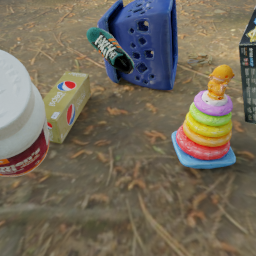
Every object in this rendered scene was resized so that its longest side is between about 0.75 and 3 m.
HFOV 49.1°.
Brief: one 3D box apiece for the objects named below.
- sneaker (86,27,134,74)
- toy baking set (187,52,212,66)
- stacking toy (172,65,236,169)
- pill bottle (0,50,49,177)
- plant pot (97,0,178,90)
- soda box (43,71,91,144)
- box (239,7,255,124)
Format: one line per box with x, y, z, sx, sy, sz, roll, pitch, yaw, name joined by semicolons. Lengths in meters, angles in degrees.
-0.460;-2.154;7.794;1.684;0.601;0.673;39;15;-15;sneaker
3.117;-2.952;12.180;1.090;0.165;1.420;4;39;9;toy baking set
2.061;-0.375;7.007;1.547;2.665;1.463;-3;39;-5;stacking toy
-1.192;-0.045;2.649;0.823;1.502;0.823;4;71;-12;pill bottle
0.482;-3.331;10.600;2.607;2.900;2.900;2;39;14;plant pot
-2.017;-0.751;8.869;0.855;0.905;2.672;9;41;11;soda box
3.167;-1.544;6.472;0.555;2.412;1.917;12;56;34;box
